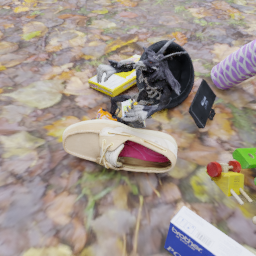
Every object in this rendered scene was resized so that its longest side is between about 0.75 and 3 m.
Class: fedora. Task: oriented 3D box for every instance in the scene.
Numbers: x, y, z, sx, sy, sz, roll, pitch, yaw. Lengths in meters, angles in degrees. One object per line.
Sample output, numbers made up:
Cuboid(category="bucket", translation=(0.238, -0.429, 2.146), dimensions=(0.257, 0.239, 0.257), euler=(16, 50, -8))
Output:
Cuboid(category="fedora", translation=(1.021, -1.606, 8.777), dimensions=(2.185, 2.185, 0.998), euler=(-25, 9, -24))

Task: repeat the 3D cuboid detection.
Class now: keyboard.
Cuboid(category="keyboard", translation=(2.173, -0.624, 7.980), dimensions=(0.207, 0.968, 1.612), euler=(-24, 24, 44))

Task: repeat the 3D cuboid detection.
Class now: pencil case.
Cuboid(category="pencil case", translation=(3.532, -1.928, 8.454), dimensions=(0.985, 2.303, 0.967), euler=(-22, 88, -25))

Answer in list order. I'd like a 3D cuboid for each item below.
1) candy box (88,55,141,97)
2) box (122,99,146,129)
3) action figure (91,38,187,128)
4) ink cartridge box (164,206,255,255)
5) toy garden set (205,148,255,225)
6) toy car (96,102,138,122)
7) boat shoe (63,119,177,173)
Cuboid(category="candy box", translation=(-0.074, -1.858, 9.626), dimensions=(1.233, 0.319, 2.412), euler=(26, 48, 37))
Cuboid(category="box", translation=(0.147, -0.449, 7.934), dimensions=(0.539, 0.486, 0.959), euler=(-15, 46, 9))
Cuboid(category="action figure", translation=(0.127, -0.796, 6.679), dimensions=(1.497, 2.933, 1.743), euler=(-7, 52, -40))
Cuboid(category="ink cartridge box", translation=(1.654, 2.364, 4.795), dimensions=(2.138, 1.005, 0.473), euler=(31, 49, 29))
Cuboid(category="toy garden set", translation=(2.887, 1.566, 5.583), dimensions=(2.229, 0.534, 2.674), euler=(1, 43, -34))
Cuboid(category="toy car", translation=(-0.402, -0.400, 7.136), dimensions=(0.637, 1.300, 0.432), euler=(51, 40, 1))
Cuboid(category="boat shoe", translation=(-0.226, 0.486, 6.606), dimensions=(2.851, 1.051, 0.986), euler=(5, 26, 3))
